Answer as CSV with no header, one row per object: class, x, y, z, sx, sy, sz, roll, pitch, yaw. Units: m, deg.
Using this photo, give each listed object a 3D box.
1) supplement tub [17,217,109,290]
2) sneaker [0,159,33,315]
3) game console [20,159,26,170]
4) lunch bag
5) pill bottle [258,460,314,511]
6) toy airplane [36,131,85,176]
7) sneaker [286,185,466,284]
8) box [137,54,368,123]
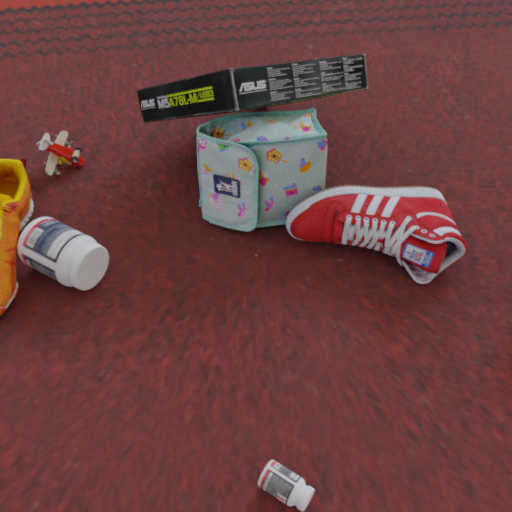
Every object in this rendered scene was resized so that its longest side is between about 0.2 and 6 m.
supplement tub,-3.006,-0.034,8.742,1.198,0.841,0.841,25,53,19
sneaker,-4.232,-0.286,8.700,1.110,1.173,3.042,0,53,-10
game console,-4.777,-1.465,10.156,0.902,0.621,1.047,31,55,24
lunch bag,0.048,-1.402,9.311,2.083,1.775,1.270,-8,42,-8
pill bottle,0.357,2.729,6.634,0.608,0.352,0.352,26,54,21
toy airplane,-3.765,-1.936,10.607,0.814,0.574,0.810,-28,86,-38
sneaker,1.954,-0.310,8.894,2.778,0.990,1.562,-6,46,-8
box,-0.104,-3.006,10.125,3.075,0.731,2.970,-20,17,-35
